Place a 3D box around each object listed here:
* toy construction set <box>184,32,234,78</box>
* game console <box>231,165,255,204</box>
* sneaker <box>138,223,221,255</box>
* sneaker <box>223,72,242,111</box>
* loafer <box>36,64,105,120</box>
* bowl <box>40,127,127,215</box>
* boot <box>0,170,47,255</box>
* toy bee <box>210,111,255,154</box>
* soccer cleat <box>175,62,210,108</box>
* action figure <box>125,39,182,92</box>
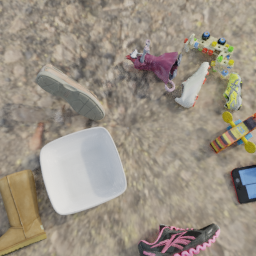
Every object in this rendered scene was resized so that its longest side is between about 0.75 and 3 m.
[{"bbox_3d":[3.074,-2.896,10.569,2.079,0.958,1.363,30,73,-1],"label":"toy construction set"},{"bbox_3d":[4.129,1.815,9.234,1.303,0.202,1.153,-9,71,-3],"label":"game console"},{"bbox_3d":[1.474,3.336,8.372,2.620,1.035,1.249,-23,61,-9],"label":"sneaker"},{"bbox_3d":[3.780,-1.372,10.173,0.569,0.562,1.490,4,69,1],"label":"sneaker"},{"bbox_3d":[-1.796,-1.244,9.500,2.601,0.935,0.818,33,42,-25],"label":"loafer"},{"bbox_3d":[-1.420,1.374,9.018,2.423,0.906,2.426,-19,72,-7],"label":"bowl"},{"bbox_3d":[-3.680,2.657,8.691,1.957,0.739,2.235,-16,72,-19],"label":"boot"},{"bbox_3d":[3.834,-0.067,9.341,1.537,1.276,2.347,36,75,13],"label":"toy bee"},{"bbox_3d":[2.384,-1.663,10.238,0.760,0.679,1.960,24,75,11],"label":"soccer cleat"},{"bbox_3d":[0.897,-2.402,10.474,2.096,1.561,1.404,12,31,19],"label":"action figure"}]
